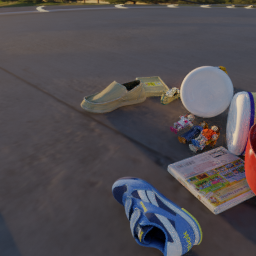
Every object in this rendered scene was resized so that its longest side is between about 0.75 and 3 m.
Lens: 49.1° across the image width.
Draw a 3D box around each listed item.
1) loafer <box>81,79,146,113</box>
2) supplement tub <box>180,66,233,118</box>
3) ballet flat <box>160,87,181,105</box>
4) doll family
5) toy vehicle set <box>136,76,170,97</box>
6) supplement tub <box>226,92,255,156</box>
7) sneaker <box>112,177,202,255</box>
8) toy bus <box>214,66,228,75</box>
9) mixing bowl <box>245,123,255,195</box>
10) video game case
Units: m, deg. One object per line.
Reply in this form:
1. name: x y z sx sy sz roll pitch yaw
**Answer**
1. loafer: -0.550 -1.327 10.982 2.791 0.953 1.056 -17 34 -28
2. supplement tub: 2.752 -1.245 9.734 1.628 1.628 2.240 9 10 16
3. ballet flat: 1.845 -1.416 11.626 0.522 0.522 1.477 21 35 32
4. doll family: 2.173 0.182 8.669 1.060 0.769 1.707 -31 33 -15
5. toy vehicle set: 1.103 -1.908 12.735 1.141 0.243 1.836 -5 30 -9
6. supplement tub: 4.189 -0.025 7.787 2.516 1.829 1.829 6 30 10
7. sneaker: 0.344 1.752 5.688 0.925 0.831 2.248 -28 38 -35
8. toy bus: 3.659 -2.162 12.640 2.358 0.768 0.923 -19 34 -29
9. mixing bowl: 3.600 1.026 6.253 2.364 1.281 2.364 7 41 -6
10. video game case: 2.348 1.232 7.214 1.985 0.227 1.806 -14 32 -25
